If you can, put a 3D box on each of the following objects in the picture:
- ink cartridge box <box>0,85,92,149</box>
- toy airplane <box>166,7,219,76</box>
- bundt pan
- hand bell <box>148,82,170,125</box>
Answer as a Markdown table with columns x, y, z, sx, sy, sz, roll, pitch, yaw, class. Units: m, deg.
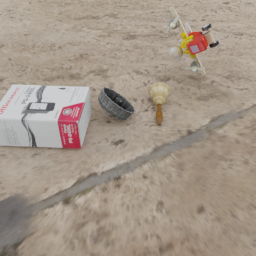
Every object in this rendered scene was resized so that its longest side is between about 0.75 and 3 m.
| x | y | z | sx | sy | sz | roll | pitch | yaw | class |
| --- | --- | --- | --- | --- | --- | --- | --- | --- | --- |
| -2.485 | -0.388 | 8.349 | 2.500 | 1.042 | 1.816 | 2 | 40 | 3 | ink cartridge box |
| 2.137 | -3.036 | 10.075 | 1.484 | 2.094 | 2.103 | -32 | 67 | 6 | toy airplane |
| -0.407 | -0.705 | 8.729 | 1.277 | 0.479 | 1.277 | 34 | 20 | -14 | bundt pan |
| 1.030 | -0.697 | 9.212 | 0.776 | 0.776 | 1.490 | 2 | 54 | 2 | hand bell |
